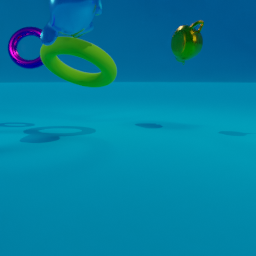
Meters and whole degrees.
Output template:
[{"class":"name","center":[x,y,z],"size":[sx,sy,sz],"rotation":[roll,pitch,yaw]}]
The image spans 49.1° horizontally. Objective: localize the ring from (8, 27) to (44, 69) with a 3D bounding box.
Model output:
[{"class":"ring","center":[-2.825,-2.325,8.103],"size":[1.276,1.276,0.255],"rotation":[0,-9,-2]}]

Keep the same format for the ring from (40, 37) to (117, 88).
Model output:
[{"class":"ring","center":[-1.280,-1.657,7.327],"size":[2.031,0.406,2.031],"rotation":[12,-17,4]}]

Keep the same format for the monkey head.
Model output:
[{"class":"monkey head","center":[-1.253,-2.611,5.825],"size":[1.357,1.886,1.136],"rotation":[37,16,15]}]

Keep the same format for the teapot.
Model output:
[{"class":"teapot","center":[1.694,-2.358,7.933],"size":[0.761,1.555,0.967],"rotation":[-7,56,-24]}]
